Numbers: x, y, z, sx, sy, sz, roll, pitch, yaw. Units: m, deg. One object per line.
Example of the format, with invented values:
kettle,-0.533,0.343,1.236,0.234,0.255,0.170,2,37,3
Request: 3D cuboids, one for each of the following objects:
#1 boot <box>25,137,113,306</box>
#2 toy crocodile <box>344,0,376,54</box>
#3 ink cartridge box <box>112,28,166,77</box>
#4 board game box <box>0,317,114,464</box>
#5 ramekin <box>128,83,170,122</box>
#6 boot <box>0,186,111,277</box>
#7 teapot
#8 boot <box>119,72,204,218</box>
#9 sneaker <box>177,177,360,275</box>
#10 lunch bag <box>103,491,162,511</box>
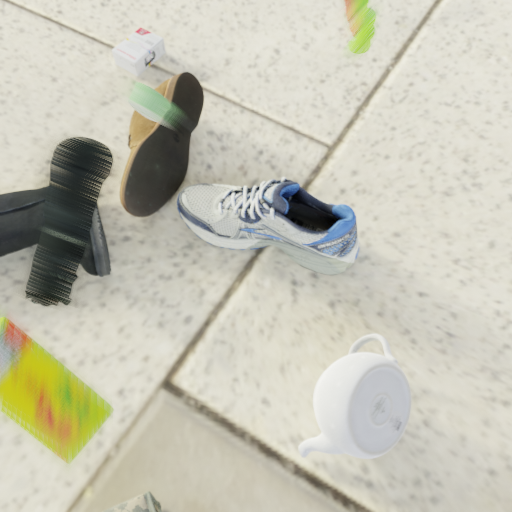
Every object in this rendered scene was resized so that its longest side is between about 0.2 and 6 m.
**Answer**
boot,-2.556,-0.452,7.604,0.761,1.685,2.057,14,38,-17
toy crocodile,1.755,-4.302,9.743,0.512,0.560,1.658,-9,80,8
ink cartridge box,-2.799,-4.891,13.404,0.777,0.451,1.053,32,67,18
board game box,-2.639,1.419,6.214,1.369,2.695,0.642,46,63,-16
ramekin,-1.794,-2.536,9.319,0.671,0.671,0.328,28,83,16
boot,-4.342,-0.260,10.358,2.960,0.972,2.440,-14,51,-12
teapot,1.512,2.227,8.782,1.700,1.242,1.678,-10,97,-33
boot,-2.172,-2.251,11.701,1.282,1.250,3.396,-2,60,36
sneaker,0.234,-0.892,10.429,3.605,1.535,1.389,14,60,9
lunch bag,-1.767,4.420,7.587,1.487,1.066,1.813,-21,57,-12
